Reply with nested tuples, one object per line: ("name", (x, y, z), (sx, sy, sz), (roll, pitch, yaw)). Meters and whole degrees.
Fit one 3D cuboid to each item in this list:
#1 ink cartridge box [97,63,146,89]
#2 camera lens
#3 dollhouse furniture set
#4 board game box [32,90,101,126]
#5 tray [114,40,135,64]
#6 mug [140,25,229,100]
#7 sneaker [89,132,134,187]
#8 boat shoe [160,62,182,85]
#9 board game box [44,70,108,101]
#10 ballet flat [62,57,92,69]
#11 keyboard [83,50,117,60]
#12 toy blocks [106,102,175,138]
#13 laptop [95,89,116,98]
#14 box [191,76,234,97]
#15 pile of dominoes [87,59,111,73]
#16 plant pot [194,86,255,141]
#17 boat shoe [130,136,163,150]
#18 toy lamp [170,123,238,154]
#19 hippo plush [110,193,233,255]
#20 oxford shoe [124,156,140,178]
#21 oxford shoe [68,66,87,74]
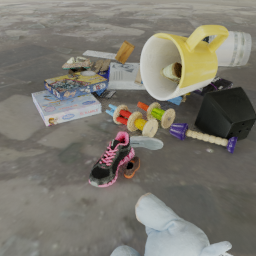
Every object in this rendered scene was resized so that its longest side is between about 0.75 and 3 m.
("ink cartridge box", (-0.373, -2.645, 14.056), (2.509, 0.509, 2.504), (-2, 33, -2))
("camera lens", (5.346, -4.381, 15.496), (2.341, 1.873, 1.873), (4, 33, 6))
("dollhouse furniture set", (1.910, -2.527, 12.471), (2.472, 1.613, 2.334), (26, 37, 10))
("board game box", (-2.568, -1.040, 11.573), (2.261, 0.465, 2.255), (-15, 36, -23))
("tray", (-0.155, -3.285, 12.212), (0.510, 1.035, 0.192), (30, 52, -9))
("mug", (2.108, -2.165, 9.664), (2.247, 2.192, 2.737), (-12, 12, -33))
("sneaker", (-0.492, 0.825, 8.194), (0.826, 0.997, 2.090), (16, 37, 20))
("boat shoe", (1.795, -1.910, 9.882), (0.591, 0.691, 1.887), (-4, -6, 34))
("board game box", (-2.226, -1.899, 12.110), (2.280, 0.395, 1.545), (-21, 38, -32))
("ballet flat", (-2.834, -3.604, 15.359), (1.722, 0.579, 0.586), (-2, 31, 9))
("keyboard", (-1.590, -4.539, 17.378), (2.475, 0.132, 0.696), (13, 35, 19))
("toy blocks", (0.394, -0.544, 10.507), (2.146, 0.779, 1.789), (28, 42, 36))
("laptop", (-1.060, -1.747, 12.676), (0.819, 0.474, 0.766), (7, 34, 18))
("box", (2.802, -2.083, 11.960), (2.996, 0.541, 2.142), (27, 30, 21))
("pile of dominoes", (-1.588, -3.309, 15.366), (1.214, 0.248, 1.558), (-5, 37, 11))
("plant pot", (3.443, -0.323, 9.670), (1.529, 1.532, 1.359), (-12, 48, -18))
("boat shoe", (0.591, 0.418, 9.325), (1.187, 0.436, 0.396), (7, 34, 12))
("toy lamp", (2.483, 0.290, 9.410), (2.174, 0.633, 0.633), (18, 36, 21))
("hippo plush", (0.668, 2.612, 5.241), (1.845, 1.827, 2.294), (-49, 39, -15))
("oxford shoe", (0.154, 1.096, 8.365), (0.324, 0.330, 0.910), (10, 34, 15))
("oxford shoe", (-2.169, -2.660, 13.891), (1.734, 0.732, 0.630), (8, 32, 9))
